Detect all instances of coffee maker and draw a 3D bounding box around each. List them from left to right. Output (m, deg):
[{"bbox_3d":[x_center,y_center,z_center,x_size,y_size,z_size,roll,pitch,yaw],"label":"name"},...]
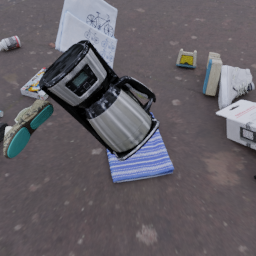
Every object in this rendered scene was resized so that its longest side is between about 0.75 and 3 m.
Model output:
[{"bbox_3d":[-0.865,-0.678,7.089,2.532,2.636,1.775,-2,47,55],"label":"coffee maker"}]

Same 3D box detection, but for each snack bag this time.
[{"bbox_3d":[-1.217,-3.378,9.451,0.271,2.384,2.528,3,82,42],"label":"snack bag"}]

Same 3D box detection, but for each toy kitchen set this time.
[{"bbox_3d":[3.054,-2.582,12.591,1.915,1.408,2.390,10,26,11],"label":"toy kitchen set"}]

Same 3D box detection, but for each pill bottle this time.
[{"bbox_3d":[-6.218,-4.399,14.644,1.039,0.575,0.575,-26,50,-24],"label":"pill bottle"}]

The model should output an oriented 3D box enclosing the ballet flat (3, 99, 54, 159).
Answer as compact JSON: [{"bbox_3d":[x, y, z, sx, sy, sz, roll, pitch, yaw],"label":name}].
[{"bbox_3d":[-2.507,-0.037,6.721,0.654,0.590,1.738,20,58,19],"label":"ballet flat"}]

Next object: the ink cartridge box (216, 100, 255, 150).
[{"bbox_3d":[4.584,-0.055,9.715,1.558,0.897,2.690,-25,29,-23],"label":"ink cartridge box"}]

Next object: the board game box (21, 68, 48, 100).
[{"bbox_3d":[-3.704,-1.982,12.393,1.150,0.315,1.821,15,47,14],"label":"board game box"}]

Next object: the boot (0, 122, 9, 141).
[{"bbox_3d":[-5.336,0.404,9.836,1.365,0.724,2.073,12,35,16],"label":"boot"}]

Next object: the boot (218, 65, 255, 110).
[{"bbox_3d":[4.515,-1.717,11.587,1.377,1.060,2.881,6,44,15],"label":"boot"}]

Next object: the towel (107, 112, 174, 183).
[{"bbox_3d":[0.258,0.549,9.845,2.060,0.339,2.845,-8,46,-7],"label":"towel"}]

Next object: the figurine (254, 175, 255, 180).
[{"bbox_3d":[5.221,1.362,8.741,1.975,0.871,2.024,24,49,28],"label":"figurine"}]

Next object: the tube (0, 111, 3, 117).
[{"bbox_3d":[-5.415,-0.599,11.103,0.942,0.237,0.365,7,32,13],"label":"tube"}]
